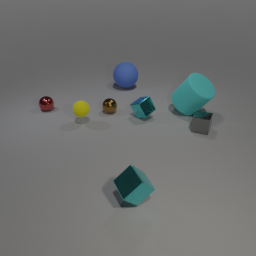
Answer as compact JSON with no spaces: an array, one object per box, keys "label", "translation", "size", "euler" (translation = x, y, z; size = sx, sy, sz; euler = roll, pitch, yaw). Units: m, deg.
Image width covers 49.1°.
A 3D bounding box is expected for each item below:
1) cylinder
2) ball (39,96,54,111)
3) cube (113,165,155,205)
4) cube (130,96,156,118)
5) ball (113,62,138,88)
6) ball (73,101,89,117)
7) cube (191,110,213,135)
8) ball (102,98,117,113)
[{"label":"cylinder","translation":[2.909,-1.502,12.583],"size":[1.400,1.400,1.400],"euler":[15,54,-22]},{"label":"ball","translation":[-3.847,-1.152,13.197],"size":[0.700,0.700,0.700],"euler":[0,29,0]},{"label":"cube","translation":[0.163,1.561,7.642],"size":[0.700,0.700,0.700],"euler":[-44,46,10]},{"label":"cube","translation":[0.666,-0.924,12.413],"size":[0.700,0.700,0.700],"euler":[-38,21,-26]},{"label":"ball","translation":[-0.126,-2.948,15.546],"size":[1.400,1.400,1.400],"euler":[0,29,0]},{"label":"ball","translation":[-1.985,-0.805,11.835],"size":[0.700,0.700,0.700],"euler":[0,29,0]},{"label":"cube","translation":[3.033,-0.224,11.504],"size":[0.700,0.700,0.700],"euler":[12,31,21]},{"label":"ball","translation":[-0.850,-1.030,12.960],"size":[0.700,0.700,0.700],"euler":[0,29,0]}]
